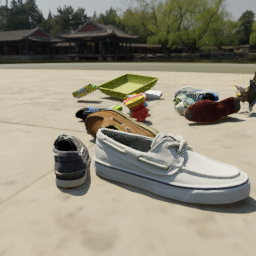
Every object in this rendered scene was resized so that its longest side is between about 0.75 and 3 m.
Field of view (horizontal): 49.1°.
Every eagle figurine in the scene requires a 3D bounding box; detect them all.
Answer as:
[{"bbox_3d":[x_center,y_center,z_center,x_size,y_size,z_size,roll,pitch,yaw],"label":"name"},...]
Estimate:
[{"bbox_3d":[4.306,-1.311,9.871,1.171,1.177,1.552,-3,-19,-25],"label":"eagle figurine"}]

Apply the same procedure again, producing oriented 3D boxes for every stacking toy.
[{"bbox_3d":[0.001,-0.535,9.707,1.577,0.736,1.742,-24,10,9],"label":"stacking toy"}]

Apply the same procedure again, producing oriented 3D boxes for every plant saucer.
[{"bbox_3d":[0.003,-1.964,13.545,2.246,0.539,2.250,18,37,42],"label":"plant saucer"}]

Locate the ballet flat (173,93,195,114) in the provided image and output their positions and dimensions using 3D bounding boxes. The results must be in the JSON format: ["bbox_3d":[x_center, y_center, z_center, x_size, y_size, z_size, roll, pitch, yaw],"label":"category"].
[{"bbox_3d":[2.032,-0.789,10.261,0.726,0.726,1.955,0,14,0],"label":"ballet flat"}]

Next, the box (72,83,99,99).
[{"bbox_3d":[-1.879,-1.680,12.559,1.132,0.274,0.664,-23,-4,10],"label":"box"}]

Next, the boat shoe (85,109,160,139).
[{"bbox_3d":[-0.333,0.091,6.479,2.394,0.861,0.814,15,21,42],"label":"boat shoe"}]

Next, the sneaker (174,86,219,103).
[{"bbox_3d":[2.958,-1.362,11.911,1.919,0.739,0.818,0,20,1],"label":"sneaker"}]

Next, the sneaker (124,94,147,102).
[{"bbox_3d":[0.312,-1.070,11.322,0.589,0.558,1.435,-13,10,-25],"label":"sneaker"}]

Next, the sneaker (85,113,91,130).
[{"bbox_3d":[-0.566,-0.230,8.082,1.356,0.616,0.515,-9,18,-32],"label":"sneaker"}]

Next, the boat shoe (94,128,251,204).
[{"bbox_3d":[0.637,0.521,4.849,2.798,0.919,1.007,10,19,31],"label":"boat shoe"}]

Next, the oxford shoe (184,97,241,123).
[{"bbox_3d":[2.683,-0.502,9.267,2.140,0.754,0.800,-8,-9,-22],"label":"oxford shoe"}]

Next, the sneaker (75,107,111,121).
[{"bbox_3d":[-1.034,-0.368,8.851,1.513,0.530,0.589,8,23,42],"label":"sneaker"}]

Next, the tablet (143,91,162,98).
[{"bbox_3d":[0.450,-1.779,14.346,2.476,0.169,1.611,3,16,13],"label":"tablet"}]

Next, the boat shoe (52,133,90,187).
[{"bbox_3d":[-1.146,0.430,5.638,0.772,0.666,2.124,-3,16,-10],"label":"boat shoe"}]
